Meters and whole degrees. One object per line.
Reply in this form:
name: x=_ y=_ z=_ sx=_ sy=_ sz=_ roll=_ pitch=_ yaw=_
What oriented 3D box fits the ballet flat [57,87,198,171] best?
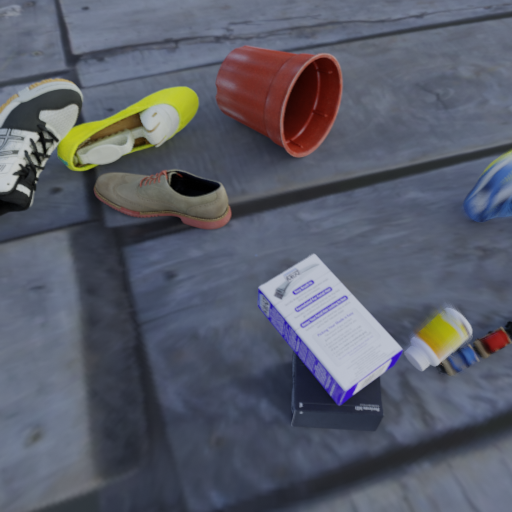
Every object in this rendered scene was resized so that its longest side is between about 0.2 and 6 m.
ballet flat: x=-2.220 y=-2.215 z=10.162 sx=2.783 sy=0.930 sz=0.933 roll=-24 pitch=40 yaw=-10

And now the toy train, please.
toy train: x=3.276 y=1.229 z=7.806 sx=1.765 sy=0.404 sz=0.301 roll=-22 pitch=79 yaw=-16

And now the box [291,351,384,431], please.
box: x=1.032 y=1.683 z=7.348 sx=1.123 sy=0.585 sz=1.023 roll=3 pitch=53 yaw=2

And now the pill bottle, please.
pill bottle: x=2.430 y=1.140 z=7.541 sx=0.872 sy=0.476 sz=0.476 roll=-40 pitch=60 yaw=-7

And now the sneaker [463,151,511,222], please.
sneaker: x=3.790 y=-0.882 z=8.623 sx=0.708 sy=1.914 sz=0.787 roll=-31 pitch=70 yaw=-4

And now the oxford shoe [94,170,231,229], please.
oxford shoe: x=-1.598 y=-1.162 z=9.381 sx=2.420 sy=0.905 sz=0.852 roll=9 pitch=53 yaw=7

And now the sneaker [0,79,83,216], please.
sneaker: x=-3.917 y=-1.463 z=9.245 sx=3.221 sy=1.218 sz=1.412 roll=-44 pitch=69 yaw=-1

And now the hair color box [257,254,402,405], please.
hair color box: x=0.891 y=0.903 z=7.179 sx=0.949 sy=0.563 sz=1.737 roll=-30 pitch=63 yaw=-20

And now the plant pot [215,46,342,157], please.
plant pot: x=0.339 y=-3.006 z=10.387 sx=1.801 sy=1.852 sz=1.852 roll=29 pitch=57 yaw=30
